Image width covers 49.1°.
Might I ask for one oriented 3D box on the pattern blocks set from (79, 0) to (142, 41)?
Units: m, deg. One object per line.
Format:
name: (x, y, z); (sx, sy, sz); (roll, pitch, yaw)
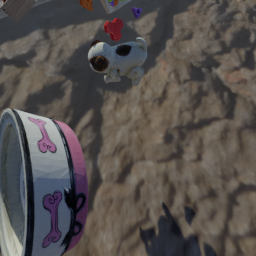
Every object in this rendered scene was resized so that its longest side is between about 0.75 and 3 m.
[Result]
pattern blocks set: (-0.408, -3.735, 7.196); (0.194, 2.388, 2.099); (23, 72, 48)

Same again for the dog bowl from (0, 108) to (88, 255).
dog bowl: (-1.554, 0.994, 4.759); (0.977, 2.650, 2.650); (0, 51, -33)

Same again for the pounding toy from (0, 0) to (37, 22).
pounding toy: (-2.508, -2.880, 6.216); (0.781, 0.603, 0.849); (-37, 40, 16)

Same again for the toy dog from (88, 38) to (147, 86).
toy dog: (-0.298, -1.697, 7.054); (1.433, 1.390, 1.000); (-3, 71, -27)
